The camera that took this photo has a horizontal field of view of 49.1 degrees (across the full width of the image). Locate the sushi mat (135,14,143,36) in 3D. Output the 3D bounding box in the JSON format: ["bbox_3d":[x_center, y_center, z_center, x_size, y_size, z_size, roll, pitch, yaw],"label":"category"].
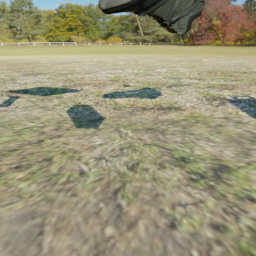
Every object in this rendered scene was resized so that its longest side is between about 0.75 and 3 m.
[{"bbox_3d":[0.342,-3.664,9.636,0.060,0.986,0.472,-21,53,6],"label":"sushi mat"}]

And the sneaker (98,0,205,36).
[{"bbox_3d":[0.704,-2.887,6.874,2.771,1.587,1.059,-21,36,-14],"label":"sneaker"}]
